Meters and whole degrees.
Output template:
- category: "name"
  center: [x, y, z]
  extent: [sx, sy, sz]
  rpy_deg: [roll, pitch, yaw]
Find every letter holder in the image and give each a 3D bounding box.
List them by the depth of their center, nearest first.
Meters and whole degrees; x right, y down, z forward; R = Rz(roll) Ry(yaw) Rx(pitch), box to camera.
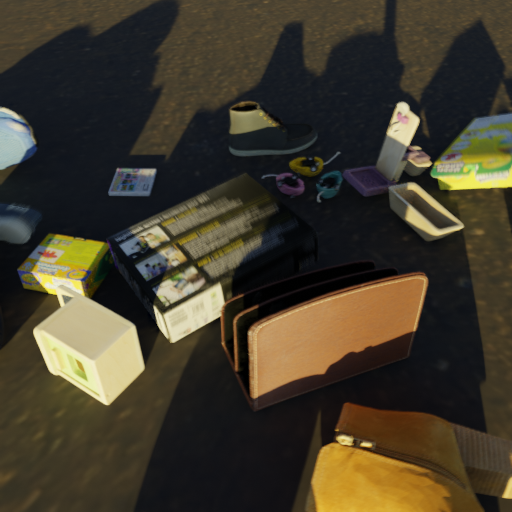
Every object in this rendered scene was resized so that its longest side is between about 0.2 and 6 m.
- category: "letter holder"
  center: [0.789, 0.700, 7.033]
  extent: [2.272, 1.615, 1.143]
  rpy_deg: [-15, 43, -16]

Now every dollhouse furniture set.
- category: "dollhouse furniture set"
  center: [3.025, -1.542, 9.577]
  extent: [1.801, 1.613, 2.273]
  rpy_deg: [-13, 47, -29]

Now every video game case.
- category: "video game case"
  center: [-2.342, -1.407, 10.655]
  extent: [0.757, 0.099, 0.832]
  rpy_deg: [1, 41, 1]

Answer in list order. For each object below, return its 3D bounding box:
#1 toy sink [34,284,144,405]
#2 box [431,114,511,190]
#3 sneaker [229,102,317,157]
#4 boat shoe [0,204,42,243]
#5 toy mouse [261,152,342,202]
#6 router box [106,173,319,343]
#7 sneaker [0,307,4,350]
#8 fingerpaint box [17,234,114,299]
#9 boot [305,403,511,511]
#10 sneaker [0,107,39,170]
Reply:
- category: "toy sink"
  center: [-2.226, 1.114, 7.114]
  extent: [1.364, 0.889, 0.764]
  rpy_deg: [24, 47, 24]
- category: "box"
  center: [4.440, -1.933, 10.476]
  extent: [1.516, 0.625, 2.585]
  rpy_deg: [3, 32, 43]
- category: "sneaker"
  center: [0.373, -2.640, 11.390]
  extent: [1.883, 1.000, 0.704]
  rpy_deg: [-12, 42, -13]
- category: "boat shoe"
  center: [-4.285, -0.631, 9.177]
  extent: [1.741, 0.652, 0.538]
  rpy_deg: [6, 48, 27]
- category: "toy mouse"
  center: [0.984, -1.312, 10.354]
  extent: [1.660, 0.321, 1.475]
  rpy_deg: [-9, 43, -9]
- category: "router box"
  center: [-0.653, -0.096, 8.503]
  extent: [2.610, 0.666, 1.947]
  rpy_deg: [-28, 48, -21]
- category: "sneaker"
  center: [-4.356, 0.734, 7.717]
  extent: [1.313, 1.137, 3.170]
  rpy_deg: [-32, 44, 10]
- category: "fingerpaint box"
  center: [-2.876, 0.159, 8.588]
  extent: [1.110, 0.407, 0.926]
  rpy_deg: [9, 41, 11]
- category: "boot"
  center: [1.462, 2.721, 5.318]
  extent: [2.045, 1.005, 2.857]
  rpy_deg: [5, 37, 15]
- category: "sneaker"
  center: [-5.729, -1.582, 10.080]
  extent: [3.623, 1.423, 1.615]
  rpy_deg: [-16, 50, -6]
